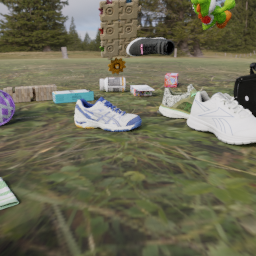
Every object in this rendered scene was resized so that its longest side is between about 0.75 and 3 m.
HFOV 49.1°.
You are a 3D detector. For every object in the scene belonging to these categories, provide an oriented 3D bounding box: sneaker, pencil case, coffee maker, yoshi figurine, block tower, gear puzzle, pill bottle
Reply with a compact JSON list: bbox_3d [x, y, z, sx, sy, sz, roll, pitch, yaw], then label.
[{"bbox_3d":[2.046,-0.797,8.582,2.346,1.039,0.902,7,18,22],"label":"sneaker"},{"bbox_3d":[-4.478,-0.828,8.445,2.631,1.125,1.104,15,51,37],"label":"pencil case"},{"bbox_3d":[5.005,-1.162,9.130,2.326,1.631,2.421,26,29,36],"label":"coffee maker"},{"bbox_3d":[2.650,-4.019,8.896,1.195,1.190,2.126,-24,-13,30],"label":"yoshi figurine"},{"bbox_3d":[-0.572,-0.399,7.641,1.905,0.839,0.717,4,16,9],"label":"sneaker"},{"bbox_3d":[0.652,-2.140,7.418,1.325,0.468,0.657,-15,27,-23],"label":"sneaker"},{"bbox_3d":[2.407,-0.287,6.882,0.912,1.066,2.448,-11,21,-33],"label":"sneaker"},{"bbox_3d":[-3.899,-1.409,11.419,2.114,0.611,0.571,-5,18,-21],"label":"block tower"},{"bbox_3d":[-0.313,-3.130,9.839,1.436,2.773,0.363,-10,44,-13],"label":"gear puzzle"},{"bbox_3d":[-0.733,-2.065,13.405,1.211,0.705,0.705,0,17,-5],"label":"pill bottle"}]

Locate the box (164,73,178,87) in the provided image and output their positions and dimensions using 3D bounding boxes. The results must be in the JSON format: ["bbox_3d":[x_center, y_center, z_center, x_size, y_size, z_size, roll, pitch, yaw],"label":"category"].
[{"bbox_3d":[2.387,-2.622,15.344,0.666,0.637,1.335,4,17,12],"label":"box"}]

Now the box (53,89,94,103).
[{"bbox_3d":[-2.223,-1.295,11.382,1.553,0.382,0.639,-7,18,-22],"label":"box"}]

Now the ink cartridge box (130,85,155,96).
[{"bbox_3d":[0.638,-1.655,12.636,0.792,0.366,1.453,-3,18,-11],"label":"ink cartridge box"}]

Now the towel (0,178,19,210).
[{"bbox_3d":[-2.117,1.017,4.200,0.680,0.104,0.892,-11,20,-35],"label":"towel"}]
